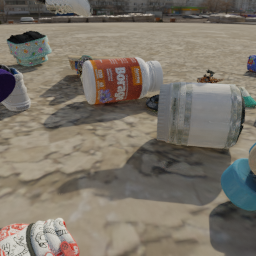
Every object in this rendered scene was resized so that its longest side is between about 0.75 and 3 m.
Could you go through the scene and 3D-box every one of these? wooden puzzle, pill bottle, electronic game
[{"bbox_3d":[-1.527,-2.826,13.041,2.344,0.586,2.531,0,2,-7],"label":"wooden puzzle"},{"bbox_3d":[-0.192,-1.769,10.225,2.743,1.539,1.539,-9,26,-17],"label":"pill bottle"},{"bbox_3d":[1.360,-0.891,9.778,1.475,0.307,1.475,-3,24,1],"label":"electronic game"}]

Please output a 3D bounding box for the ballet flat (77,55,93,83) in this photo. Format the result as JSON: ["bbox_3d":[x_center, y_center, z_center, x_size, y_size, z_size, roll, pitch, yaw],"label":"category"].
[{"bbox_3d":[-1.813,-2.320,12.089,0.843,0.843,2.343,-2,-9,-5],"label":"ballet flat"}]

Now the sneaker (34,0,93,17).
[{"bbox_3d":[-1.457,-2.765,6.276,1.463,0.545,0.637,25,62,17],"label":"sneaker"}]

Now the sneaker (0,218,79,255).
[{"bbox_3d":[-1.124,1.913,3.154,1.259,0.784,2.349,-9,23,-12],"label":"sneaker"}]

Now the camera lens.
[{"bbox_3d":[1.772,-0.332,7.033,1.987,1.590,1.590,5,25,9],"label":"camera lens"}]

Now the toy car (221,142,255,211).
[{"bbox_3d":[3.635,0.790,4.437,2.576,2.685,2.913,-24,63,-42],"label":"toy car"}]

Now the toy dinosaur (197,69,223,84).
[{"bbox_3d":[3.645,-2.138,12.447,1.121,0.573,0.761,19,40,-2],"label":"toy dinosaur"}]

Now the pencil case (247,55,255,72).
[{"bbox_3d":[6.987,-3.130,13.984,2.017,0.876,0.787,27,2,44],"label":"pencil case"}]

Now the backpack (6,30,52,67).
[{"bbox_3d":[-5.431,-4.450,15.655,2.051,1.788,2.333,-25,28,-29],"label":"backpack"}]

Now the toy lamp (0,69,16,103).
[{"bbox_3d":[-2.552,-1.240,3.835,2.281,0.664,0.664,41,37,10],"label":"toy lamp"}]

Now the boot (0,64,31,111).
[{"bbox_3d":[-4.459,-1.643,10.130,2.881,1.377,1.060,21,32,38],"label":"boot"}]

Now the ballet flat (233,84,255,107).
[{"bbox_3d":[3.938,-1.273,10.266,0.574,0.600,1.705,-16,30,-33],"label":"ballet flat"}]
